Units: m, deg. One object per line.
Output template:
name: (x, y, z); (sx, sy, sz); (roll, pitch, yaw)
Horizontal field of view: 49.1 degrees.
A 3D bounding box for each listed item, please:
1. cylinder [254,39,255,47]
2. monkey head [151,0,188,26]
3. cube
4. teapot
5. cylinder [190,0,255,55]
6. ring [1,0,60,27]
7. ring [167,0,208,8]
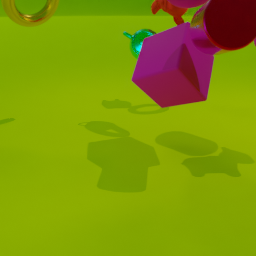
cylinder: (3.366, -2.501, 6.236); (1.133, 1.133, 1.133); (-6, -2, 0)
monkey head: (1.423, -4.092, 9.177); (1.033, 1.714, 1.233); (9, -13, -27)
cube: (1.021, -1.321, 6.208); (1.216, 1.216, 1.216); (-7, 58, 43)
teapot: (0.488, -2.259, 7.639); (1.420, 0.883, 0.695); (30, 11, 7)
cylinder: (1.613, -1.750, 4.746); (0.936, 0.936, 0.936); (-1, 10, -1)
ring: (-2.447, -3.328, 7.150); (1.568, 1.568, 0.314); (-22, 58, -39)
ring: (1.508, -3.540, 6.656); (1.457, 1.457, 0.291); (9, -7, 19)
